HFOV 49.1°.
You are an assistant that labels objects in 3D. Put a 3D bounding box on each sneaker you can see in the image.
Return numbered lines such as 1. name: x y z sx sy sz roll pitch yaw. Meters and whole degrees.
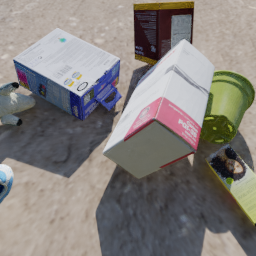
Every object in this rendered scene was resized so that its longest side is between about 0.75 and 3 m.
1. sneaker: -2.939 1.536 5.149 0.744 0.750 2.071 38 87 -5

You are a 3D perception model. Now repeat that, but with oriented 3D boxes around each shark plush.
1. shark plush: -3.691 -0.497 7.262 2.435 1.106 1.014 -15 18 -12

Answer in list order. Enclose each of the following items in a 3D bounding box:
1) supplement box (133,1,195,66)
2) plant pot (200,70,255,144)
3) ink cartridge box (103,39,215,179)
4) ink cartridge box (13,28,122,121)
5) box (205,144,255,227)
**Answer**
1. supplement box: 1.006 -2.840 8.386 1.121 1.688 1.665 -12 25 -21
2. plant pot: 2.226 -0.418 6.837 1.484 1.484 1.365 17 51 15
3. ink cartridge box: 0.767 -0.444 6.378 1.109 1.962 2.678 36 51 -14
4. ink cartridge box: -1.493 -1.484 7.931 2.771 1.058 1.890 28 56 16
5. box: 2.435 1.214 5.951 0.670 0.446 1.780 -35 53 4
